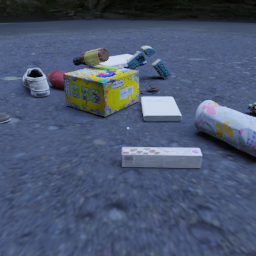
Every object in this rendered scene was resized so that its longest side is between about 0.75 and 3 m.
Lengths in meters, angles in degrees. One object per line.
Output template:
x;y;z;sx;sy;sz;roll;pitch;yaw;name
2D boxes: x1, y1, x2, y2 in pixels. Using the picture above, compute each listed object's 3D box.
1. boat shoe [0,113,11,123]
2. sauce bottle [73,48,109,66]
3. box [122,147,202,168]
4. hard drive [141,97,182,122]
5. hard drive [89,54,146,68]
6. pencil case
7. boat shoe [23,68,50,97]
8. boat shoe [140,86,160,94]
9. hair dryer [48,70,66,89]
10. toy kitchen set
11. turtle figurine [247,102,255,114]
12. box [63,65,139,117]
-4.608;-0.387;8.945;1.583;0.451;0.529;-3;26;-6;boat shoe
-1.456;-2.685;10.751;1.667;0.550;0.550;2;21;41;sauce bottle
0.788;0.710;6.735;1.900;0.394;0.368;0;26;2;box
1.111;-0.698;9.835;1.224;0.244;1.856;0;26;0;hard drive
-0.620;-3.806;16.213;2.862;0.363;1.888;-20;32;-35;hard drive
2.904;-0.004;7.572;1.048;0.960;2.310;-8;26;-34;pencil case
-4.038;-2.147;12.103;0.993;0.907;2.760;-10;27;-20;boat shoe
0.916;-1.592;11.655;0.819;0.296;0.296;-1;26;-3;boat shoe
-2.543;-2.321;12.682;2.086;0.744;2.739;-7;27;-16;hair dryer
0.706;-2.560;13.298;2.227;1.784;1.312;-37;26;7;toy kitchen set
4.474;-0.723;9.386;0.780;0.804;0.579;49;6;35;turtle figurine
-0.942;-1.449;10.286;1.936;1.226;2.010;17;30;33;box
